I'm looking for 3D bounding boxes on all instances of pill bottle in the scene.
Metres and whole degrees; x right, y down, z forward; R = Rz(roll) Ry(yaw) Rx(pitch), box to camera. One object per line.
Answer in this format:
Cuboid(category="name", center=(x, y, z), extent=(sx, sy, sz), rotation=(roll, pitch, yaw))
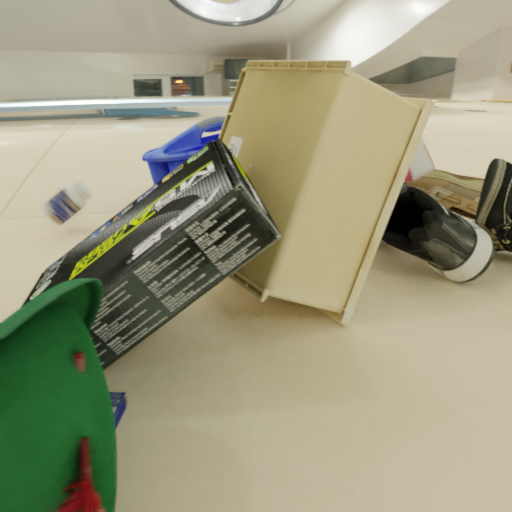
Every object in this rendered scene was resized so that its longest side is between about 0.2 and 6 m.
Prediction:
Cuboid(category="pill bottle", center=(-3.729, -1.064, 11.105), extent=(0.931, 0.516, 0.516), rotation=(-38, 20, 7))

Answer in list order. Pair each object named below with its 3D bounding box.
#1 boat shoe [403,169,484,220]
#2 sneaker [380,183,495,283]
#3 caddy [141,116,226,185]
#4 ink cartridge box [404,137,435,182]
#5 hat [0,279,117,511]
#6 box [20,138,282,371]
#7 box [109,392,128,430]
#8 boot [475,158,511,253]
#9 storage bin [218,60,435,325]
Cuboid(category="boat shoe", center=(3.635, -1.223, 11.410), extent=(2.890, 0.932, 1.030), rotation=(7, 3, -11))
Cuboid(category="sneaker", center=(2.452, -0.737, 9.617), extent=(1.550, 1.139, 3.427), rotation=(29, 9, -26))
Cuboid(category="caddy", center=(-0.814, -2.222, 12.776), extent=(3.545, 1.861, 2.506), rotation=(-21, 21, -32))
Cuboid(category="ink cartridge box", center=(2.559, -1.796, 10.104), extent=(0.514, 0.882, 1.218), rotation=(-27, 7, -10))
Cuboid(category="hat", center=(-1.031, 1.900, 3.667), extent=(2.483, 2.336, 2.820), rotation=(36, 49, 3))
Cuboid(category="box", center=(-1.389, 0.035, 6.408), extent=(3.195, 0.759, 3.085), rotation=(-36, 18, 7))
Cuboid(category="box", center=(-1.659, 1.625, 5.228), extent=(0.645, 0.173, 1.065), rotation=(1, 19, 3))
Cuboid(category="boot", center=(4.559, -0.615, 8.875), extent=(1.969, 0.941, 2.607), rotation=(14, -16, 24))
Cuboid(category="storage bin", center=(0.457, -1.077, 8.057), extent=(1.424, 3.039, 3.017), rotation=(15, 9, -32))
